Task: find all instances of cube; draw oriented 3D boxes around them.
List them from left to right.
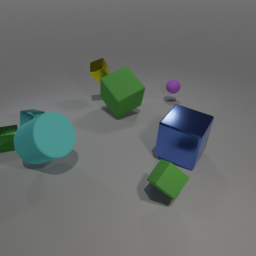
[{"bbox_3d":[-4.363,0.377,10.242,0.700,0.700,0.700,-10,30,-17],"label":"cube"},{"bbox_3d":[-3.893,-0.341,11.417,0.700,0.700,0.700,13,17,23],"label":"cube"},{"bbox_3d":[-1.308,-2.699,13.075,0.700,0.700,0.700,-16,56,19],"label":"cube"},{"bbox_3d":[-0.274,-1.565,12.297,1.400,1.400,1.400,-29,68,-19],"label":"cube"},{"bbox_3d":[1.063,1.357,7.519,0.700,0.700,0.700,-53,14,-9],"label":"cube"},{"bbox_3d":[1.872,0.273,9.394,1.400,1.400,1.400,21,41,22],"label":"cube"}]

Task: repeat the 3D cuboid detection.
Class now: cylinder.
[{"bbox_3d":[-2.595,0.342,8.712,1.400,1.400,1.400,-17,11,44],"label":"cylinder"}]

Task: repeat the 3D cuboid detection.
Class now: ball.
[{"bbox_3d":[2.209,-2.033,13.691,0.700,0.700,0.700,0,28,0],"label":"ball"}]
